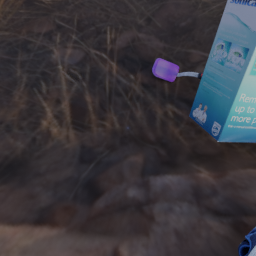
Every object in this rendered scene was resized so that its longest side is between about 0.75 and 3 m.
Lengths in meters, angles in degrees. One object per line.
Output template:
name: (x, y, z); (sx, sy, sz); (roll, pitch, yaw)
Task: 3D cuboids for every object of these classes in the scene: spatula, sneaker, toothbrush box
spatula: (1.778, -1.453, 7.769); (2.264, 0.233, 0.640); (16, 66, 19)
sneaker: (2.507, 2.037, 4.894); (0.933, 0.838, 2.267); (6, 19, 39)
toothbrush box: (2.792, -1.201, 5.694); (2.101, 2.871, 1.224); (3, 26, -23)
